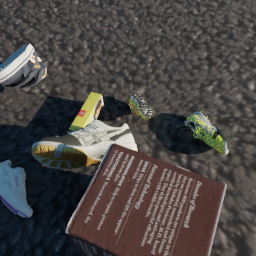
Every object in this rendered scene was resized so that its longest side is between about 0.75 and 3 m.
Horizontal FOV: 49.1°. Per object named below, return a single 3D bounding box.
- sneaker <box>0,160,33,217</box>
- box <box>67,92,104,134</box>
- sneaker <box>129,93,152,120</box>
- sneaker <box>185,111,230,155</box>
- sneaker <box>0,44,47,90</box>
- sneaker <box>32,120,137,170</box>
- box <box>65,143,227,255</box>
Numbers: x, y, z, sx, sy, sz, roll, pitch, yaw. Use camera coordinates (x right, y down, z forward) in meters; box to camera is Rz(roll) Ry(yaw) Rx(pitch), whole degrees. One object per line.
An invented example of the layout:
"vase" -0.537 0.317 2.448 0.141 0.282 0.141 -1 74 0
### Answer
"sneaker" -2.654 1.364 6.556 0.809 0.608 1.624 -38 66 -26
"box" -1.128 -0.278 7.690 0.364 0.546 1.451 16 59 16
"sneaker" 0.326 -0.516 7.876 0.415 0.480 1.063 6 35 -29
"sneaker" 2.072 0.192 7.421 0.568 0.561 1.488 -24 49 -15
"sneaker" -2.858 -1.552 7.694 1.010 1.023 2.575 -24 27 10
"sneaker" -1.011 0.333 6.665 2.451 0.927 1.075 3 58 -24
"box" 0.360 1.828 5.465 2.290 1.900 1.881 19 58 13
